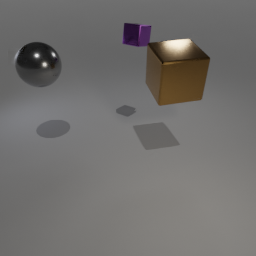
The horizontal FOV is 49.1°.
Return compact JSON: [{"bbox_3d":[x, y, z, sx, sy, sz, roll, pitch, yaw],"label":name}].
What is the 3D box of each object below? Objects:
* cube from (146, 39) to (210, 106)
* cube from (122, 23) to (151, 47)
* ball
[{"bbox_3d":[1.404,-1.685,8.376,1.400,1.400,1.400,-9,40,-11],"label":"cube"},{"bbox_3d":[0.306,-3.226,9.695,0.700,0.700,0.700,21,27,31],"label":"cube"},{"bbox_3d":[-2.801,-1.980,8.809,1.400,1.400,1.400,0,29,0],"label":"ball"}]
